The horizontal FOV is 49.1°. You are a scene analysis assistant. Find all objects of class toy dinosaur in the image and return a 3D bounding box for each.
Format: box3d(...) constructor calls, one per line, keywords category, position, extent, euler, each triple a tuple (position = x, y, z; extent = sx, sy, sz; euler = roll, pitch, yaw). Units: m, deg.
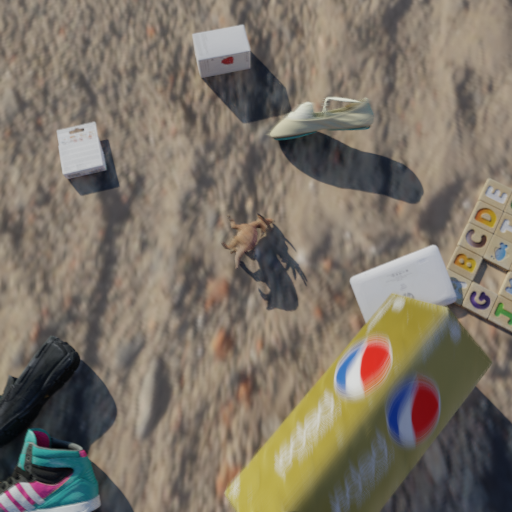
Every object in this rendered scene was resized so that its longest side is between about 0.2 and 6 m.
box3d(category="toy dinosaur", position=(-0.133, -0.361, 10.341), extent=(0.826, 0.523, 1.219), euler=(-4, 50, 20))

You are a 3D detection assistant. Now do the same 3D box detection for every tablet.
box3d(category="tablet", position=(2.696, 0.622, 10.251), extent=(1.738, 0.119, 1.131), euler=(-21, 92, -1))

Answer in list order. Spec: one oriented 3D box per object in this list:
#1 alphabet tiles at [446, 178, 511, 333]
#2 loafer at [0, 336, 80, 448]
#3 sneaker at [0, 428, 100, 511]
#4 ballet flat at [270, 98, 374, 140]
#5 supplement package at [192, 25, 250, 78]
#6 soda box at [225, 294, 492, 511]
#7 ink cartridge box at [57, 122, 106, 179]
box3d(category="alphabet tiles", position=(5.222, -0.037, 10.617), extent=(2.627, 0.119, 3.142), euler=(27, 77, 7))
box3d(category="loafer", position=(-4.022, 2.378, 9.689), extent=(0.773, 0.747, 2.201), euler=(35, 73, 14))
box3d(category="sneaker", position=(-3.823, 3.597, 9.177), extent=(2.374, 0.993, 1.433), euler=(-5, 80, -9))
box3d(category="ballet flat", position=(1.238, -2.709, 10.851), extent=(2.022, 0.703, 0.703), euler=(-5, 75, 10))
box3d(category="supplement package", position=(-0.698, -4.163, 11.426), extent=(1.069, 0.648, 0.640), euler=(-12, 76, -3))
box3d(category="soda box", position=(1.629, 2.750, 8.920), extent=(4.412, 1.494, 1.412), euler=(-48, 110, -11))
box3d(category="ink cartridge box", position=(-3.472, -2.088, 11.111), extent=(0.811, 0.252, 1.007), euler=(-14, 71, -3))
